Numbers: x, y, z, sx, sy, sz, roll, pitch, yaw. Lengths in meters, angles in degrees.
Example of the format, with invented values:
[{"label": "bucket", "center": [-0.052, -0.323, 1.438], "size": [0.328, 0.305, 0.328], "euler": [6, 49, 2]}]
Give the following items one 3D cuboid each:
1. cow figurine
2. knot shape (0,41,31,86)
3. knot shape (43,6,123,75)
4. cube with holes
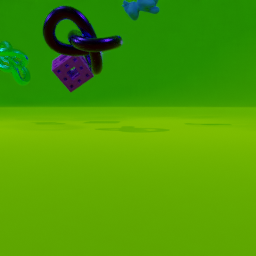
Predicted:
[{"label": "cow figurine", "center": [0.451, -3.764, 8.332], "size": [1.129, 1.147, 0.630], "euler": [27, 2, 32]}, {"label": "knot shape", "center": [-3.732, -2.174, 9.023], "size": [0.725, 1.569, 1.468], "euler": [-45, 6, -22]}, {"label": "knot shape", "center": [-1.033, -2.001, 6.846], "size": [1.868, 0.863, 1.748], "euler": [22, -12, 9]}, {"label": "cube with holes", "center": [-1.896, -2.040, 9.616], "size": [0.983, 0.983, 0.983], "euler": [-33, 33, 8]}]
